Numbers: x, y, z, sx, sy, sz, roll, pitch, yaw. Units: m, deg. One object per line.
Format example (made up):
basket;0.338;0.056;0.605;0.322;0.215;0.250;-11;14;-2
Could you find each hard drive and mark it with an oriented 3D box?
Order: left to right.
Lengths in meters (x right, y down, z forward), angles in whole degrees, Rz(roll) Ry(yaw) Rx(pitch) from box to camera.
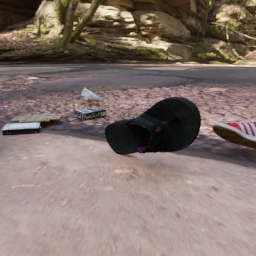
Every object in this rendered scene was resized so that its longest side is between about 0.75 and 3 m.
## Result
hard drive;-3.243;0.006;8.603;1.049;0.198;0.733;-4;16;-11

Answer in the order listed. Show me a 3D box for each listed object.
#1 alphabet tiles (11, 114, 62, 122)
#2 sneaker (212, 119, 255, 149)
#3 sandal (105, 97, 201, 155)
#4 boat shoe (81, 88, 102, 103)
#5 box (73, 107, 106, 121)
alphabet tiles;-3.127;-0.359;9.768;1.529;0.058;1.837;-3;10;-9
sneaker;2.876;-0.041;6.706;1.562;0.878;0.556;20;-23;14
sandal;0.315;0.166;5.761;0.661;1.037;2.760;-30;6;-39
boat shoe;-1.709;-1.363;12.618;0.535;0.526;1.508;30;4;-43
box;-1.417;-0.543;10.397;1.000;0.249;0.789;-12;20;-31
